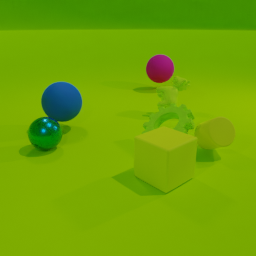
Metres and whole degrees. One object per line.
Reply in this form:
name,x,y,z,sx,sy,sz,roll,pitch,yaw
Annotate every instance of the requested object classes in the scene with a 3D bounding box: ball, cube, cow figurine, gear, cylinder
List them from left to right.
ball,-2.028,0.133,6.874,0.820,0.820,0.820,0,21,0
ball,-1.874,-0.741,7.958,1.136,1.136,1.136,0,21,0
ball,1.432,-2.650,12.551,1.269,1.269,1.269,0,21,0
cube,0.739,0.589,5.621,0.898,0.898,0.898,-18,27,-39
gear,1.001,-0.060,7.040,1.332,0.246,1.332,-23,38,19
cow figurine,1.514,-1.129,9.212,1.133,1.152,0.632,-6,-21,11
cylinder,2.054,0.139,6.676,0.701,0.701,0.701,-7,-8,-17
